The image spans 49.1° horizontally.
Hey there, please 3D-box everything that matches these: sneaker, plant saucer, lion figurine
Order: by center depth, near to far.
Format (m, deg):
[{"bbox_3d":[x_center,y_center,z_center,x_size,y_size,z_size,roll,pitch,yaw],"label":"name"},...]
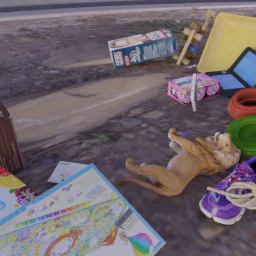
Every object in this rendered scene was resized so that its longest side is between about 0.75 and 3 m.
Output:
[{"bbox_3d":[2.227,1.166,5.829,0.825,0.853,2.045,28,43,37],"label":"sneaker"},{"bbox_3d":[1.227,0.894,6.396,2.676,0.970,1.639,-37,54,-25],"label":"lion figurine"},{"bbox_3d":[4.511,-3.224,11.593,2.590,2.590,0.628,29,16,38],"label":"plant saucer"}]

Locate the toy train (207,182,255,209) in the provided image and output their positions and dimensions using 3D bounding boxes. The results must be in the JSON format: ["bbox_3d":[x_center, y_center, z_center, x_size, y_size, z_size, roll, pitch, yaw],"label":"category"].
[{"bbox_3d":[3.134,1.052,5.717,2.928,1.239,1.694,10,22,12],"label":"toy train"}]

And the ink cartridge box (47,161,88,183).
[{"bbox_3d":[-1.315,1.116,6.529,0.872,0.190,0.757,7,34,10],"label":"ink cartridge box"}]

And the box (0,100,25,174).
[{"bbox_3d":[-3.661,0.341,6.489,1.870,1.536,1.552,-21,38,-29],"label":"box"}]

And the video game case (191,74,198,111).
[{"bbox_3d":[2.041,-1.069,8.559,0.104,0.906,0.826,3,70,19],"label":"video game case"}]

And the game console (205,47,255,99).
[{"bbox_3d":[4.133,-2.148,10.607,1.737,1.204,2.035,-6,36,-8],"label":"game console"}]

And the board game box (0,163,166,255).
[{"bbox_3d":[-1.059,1.988,4.247,2.886,0.494,1.940,-29,64,-38],"label":"board game box"}]

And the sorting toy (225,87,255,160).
[{"bbox_3d":[3.584,0.038,7.640,1.654,1.130,2.752,-2,41,25],"label":"sorting toy"}]

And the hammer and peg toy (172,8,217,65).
[{"bbox_3d":[2.996,-4.205,12.842,0.878,2.490,1.832,30,40,10],"label":"hammer and peg toy"}]

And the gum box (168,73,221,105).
[{"bbox_3d":[2.359,-1.432,10.175,1.728,0.571,0.981,-17,36,-25],"label":"gum box"}]

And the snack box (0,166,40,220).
[{"bbox_3d":[-2.630,1.658,5.210,1.981,0.670,1.671,23,40,33],"label":"snack box"}]

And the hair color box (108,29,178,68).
[{"bbox_3d":[0.652,-3.750,13.075,2.972,0.899,1.486,-14,33,-1],"label":"hair color box"}]
